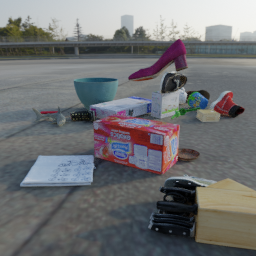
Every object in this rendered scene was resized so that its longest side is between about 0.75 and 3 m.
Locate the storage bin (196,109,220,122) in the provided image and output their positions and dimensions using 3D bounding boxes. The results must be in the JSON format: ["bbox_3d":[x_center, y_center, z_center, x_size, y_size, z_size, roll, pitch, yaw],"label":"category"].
[{"bbox_3d":[3.647,-0.572,12.753,0.811,0.383,0.817,-1,16,-6],"label":"storage bin"}]

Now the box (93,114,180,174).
[{"bbox_3d":[0.217,0.387,8.148,2.326,1.159,1.110,10,19,31],"label":"box"}]

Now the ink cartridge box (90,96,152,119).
[{"bbox_3d":[-0.140,-0.974,13.656,1.782,0.626,2.986,15,26,43],"label":"ink cartridge box"}]

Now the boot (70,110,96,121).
[{"bbox_3d":[-1.986,-0.498,12.365,0.990,0.473,1.311,-8,12,-18],"label":"boot"}]

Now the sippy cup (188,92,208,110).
[{"bbox_3d":[3.748,-1.381,14.809,1.125,0.883,0.824,-19,34,-26],"label":"sippy cup"}]

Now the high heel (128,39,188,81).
[{"bbox_3d":[1.244,-2.975,12.587,2.776,1.334,0.936,-14,0,7],"label":"high heel"}]

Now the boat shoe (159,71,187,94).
[{"bbox_3d":[2.094,-2.049,12.804,0.764,0.936,2.533,18,21,19],"label":"boat shoe"}]

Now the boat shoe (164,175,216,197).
[{"bbox_3d":[1.533,1.340,6.120,1.503,0.554,0.482,6,11,5],"label":"boat shoe"}]

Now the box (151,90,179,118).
[{"bbox_3d":[1.793,-1.183,13.351,1.358,1.198,0.657,-16,23,-41],"label":"box"}]

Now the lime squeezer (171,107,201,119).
[{"bbox_3d":[1.818,-0.478,9.507,1.383,0.261,0.488,-19,30,-33],"label":"lime squeezer"}]

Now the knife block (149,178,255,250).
[{"bbox_3d":[1.536,1.605,4.891,1.921,0.700,2.189,-12,21,-32],"label":"knife block"}]

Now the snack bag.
[{"bbox_3d":[-1.755,1.073,7.546,1.737,0.197,1.843,-1,16,-2],"label":"snack bag"}]

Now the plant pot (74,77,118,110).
[{"bbox_3d":[-1.648,-1.765,14.687,2.293,1.544,2.293,0,17,0],"label":"plant pot"}]

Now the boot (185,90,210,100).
[{"bbox_3d":[3.732,-2.060,17.434,1.930,0.665,2.070,4,4,-27],"label":"boot"}]

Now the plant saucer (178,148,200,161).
[{"bbox_3d":[1.764,0.823,8.473,0.808,0.148,0.808,0,16,0],"label":"plant saucer"}]

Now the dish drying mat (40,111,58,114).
[{"bbox_3d":[-3.918,-0.777,13.969,0.878,0.080,0.337,-2,17,-5],"label":"dish drying mat"}]

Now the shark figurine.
[{"bbox_3d":[-3.251,-0.612,12.304,1.821,0.760,1.088,13,20,32],"label":"shark figurine"}]

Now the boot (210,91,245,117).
[{"bbox_3d":[5.159,-1.164,13.839,1.482,0.744,2.054,14,38,37],"label":"boot"}]

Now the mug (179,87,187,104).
[{"bbox_3d":[2.801,-1.888,15.847,1.041,1.187,0.877,14,51,7],"label":"mug"}]
